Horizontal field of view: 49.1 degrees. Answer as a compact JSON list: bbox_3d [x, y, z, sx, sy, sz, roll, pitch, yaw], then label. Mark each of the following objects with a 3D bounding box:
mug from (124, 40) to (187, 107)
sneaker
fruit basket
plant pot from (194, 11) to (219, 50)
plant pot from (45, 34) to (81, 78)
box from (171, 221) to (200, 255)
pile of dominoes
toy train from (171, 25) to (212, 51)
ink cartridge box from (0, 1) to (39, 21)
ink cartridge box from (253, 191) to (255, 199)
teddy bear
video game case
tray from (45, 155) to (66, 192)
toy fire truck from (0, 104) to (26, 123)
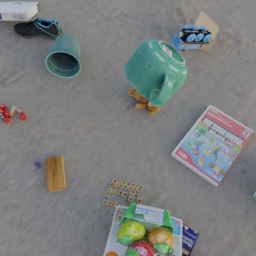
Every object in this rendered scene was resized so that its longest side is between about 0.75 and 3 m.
[{"bbox_3d":[1.208,-1.993,10.041,2.066,1.555,2.514,-5,54,-49],"label":"mug"},{"bbox_3d":[-4.515,-5.067,13.898,2.490,1.020,0.911,4,65,4],"label":"sneaker"},{"bbox_3d":[0.531,3.603,8.757,2.383,1.206,2.573,11,30,6],"label":"fruit basket"},{"bbox_3d":[3.609,-4.563,13.559,1.145,1.294,1.292,28,65,3],"label":"plant pot"},{"bbox_3d":[-2.852,-3.374,12.817,1.557,1.557,1.525,0,53,0],"label":"plant pot"},{"bbox_3d":[1.938,3.894,9.611,0.684,0.183,1.130,27,67,14],"label":"box"},{"bbox_3d":[-0.141,2.445,10.357,1.364,0.217,1.063,13,63,6],"label":"pile of dominoes"},{"bbox_3d":[2.277,-3.156,9.905,1.459,0.833,0.632,-10,65,-31],"label":"toy train"},{"bbox_3d":[-5.974,-6.090,14.562,2.274,0.463,2.279,1,36,0],"label":"ink cartridge box"},{"bbox_3d":[6.090,2.399,9.904,2.480,1.041,1.796,34,67,17],"label":"ink cartridge box"},{"bbox_3d":[0.746,-1.350,12.196,1.191,0.548,1.643,-22,64,-9],"label":"teddy bear"},{"bbox_3d":[3.431,0.605,11.313,2.094,0.256,2.929,35,68,17],"label":"video game case"},{"bbox_3d":[-2.782,1.735,10.723,0.652,0.245,1.322,-11,62,-6],"label":"tray"},{"bbox_3d":[-4.994,-0.666,11.964,0.861,0.298,1.222,-34,66,-17],"label":"toy fire truck"}]
